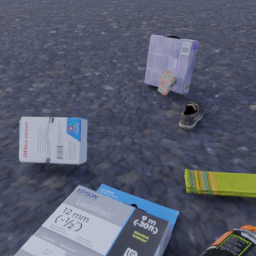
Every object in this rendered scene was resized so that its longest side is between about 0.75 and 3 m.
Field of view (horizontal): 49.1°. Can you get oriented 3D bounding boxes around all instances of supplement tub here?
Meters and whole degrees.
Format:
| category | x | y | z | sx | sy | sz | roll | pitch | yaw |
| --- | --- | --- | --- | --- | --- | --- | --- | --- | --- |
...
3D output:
| category | x | y | z | sx | sy | sz | roll | pitch | yaw |
| --- | --- | --- | --- | --- | --- | --- | --- | --- | --- |
| supplement tub | 1.569 | 2.119 | 4.172 | 1.451 | 0.889 | 0.889 | -20 | 38 | -34 |

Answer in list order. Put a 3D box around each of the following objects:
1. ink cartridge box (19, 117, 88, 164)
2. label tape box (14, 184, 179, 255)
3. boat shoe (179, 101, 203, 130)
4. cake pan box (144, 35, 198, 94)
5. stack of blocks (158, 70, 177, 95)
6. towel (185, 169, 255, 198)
| category | x | y | z | sx | sy | sz | roll | pitch | yaw |
| --- | --- | --- | --- | --- | --- | --- | --- | --- | --- |
| ink cartridge box | -1.777 | 0.289 | 6.753 | 1.477 | 1.078 | 0.623 | 2 | 0 | 8 |
| label tape box | -0.330 | 1.834 | 4.846 | 1.865 | 0.861 | 2.604 | 16 | 37 | 21 |
| boat shoe | 2.030 | -0.505 | 8.698 | 0.556 | 0.547 | 1.493 | 14 | 36 | 20 |
| cake pan box | 1.502 | -2.356 | 10.098 | 1.767 | 1.919 | 0.502 | 20 | 23 | 35 |
| stack of blocks | 1.294 | -1.557 | 9.608 | 0.435 | 0.756 | 0.221 | 42 | 40 | 21 |
| towel | 2.228 | 1.195 | 6.188 | 1.904 | 0.172 | 0.820 | 3 | 26 | 6 |
